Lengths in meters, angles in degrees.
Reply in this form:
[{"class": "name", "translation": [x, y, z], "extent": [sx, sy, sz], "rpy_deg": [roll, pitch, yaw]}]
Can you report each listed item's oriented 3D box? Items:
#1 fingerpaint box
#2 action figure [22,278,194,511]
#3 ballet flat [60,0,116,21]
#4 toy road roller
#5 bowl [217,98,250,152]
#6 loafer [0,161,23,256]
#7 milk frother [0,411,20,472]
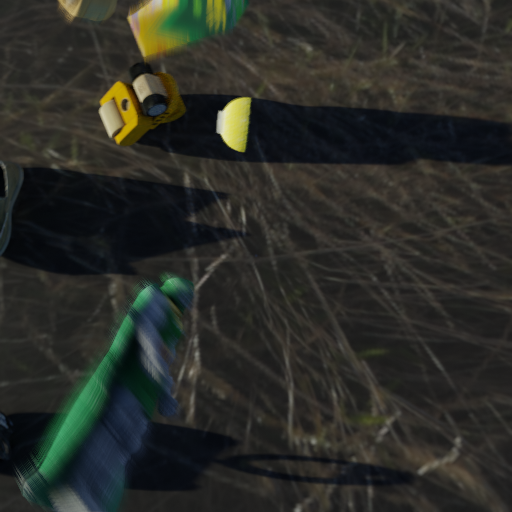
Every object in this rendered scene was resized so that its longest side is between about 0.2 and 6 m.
[{"class": "fingerpaint box", "translation": [-0.922, -3.594, 8.214], "extent": [1.360, 0.598, 1.630], "rpy_deg": [-11, 33, 16]}, {"class": "action figure", "translation": [-1.374, 1.462, 6.495], "extent": [0.869, 1.877, 3.177], "rpy_deg": [7, 49, 11]}, {"class": "ballet flat", "translation": [-2.438, -3.507, 6.450], "extent": [1.969, 0.676, 0.621], "rpy_deg": [44, 41, 5]}, {"class": "toy road roller", "translation": [-1.981, -2.688, 10.152], "extent": [1.484, 1.083, 0.912], "rpy_deg": [-32, 76, 31]}, {"class": "bowl", "translation": [-0.341, -1.933, 8.199], "extent": [0.425, 0.789, 0.789], "rpy_deg": [5, 78, -4]}, {"class": "loafer", "translation": [-4.656, -0.813, 9.738], "extent": [0.728, 0.675, 1.937], "rpy_deg": [8, 78, 2]}, {"class": "milk frother", "translation": [-4.310, 3.033, 8.742], "extent": [0.919, 1.019, 0.958], "rpy_deg": [41, 81, 4]}]
